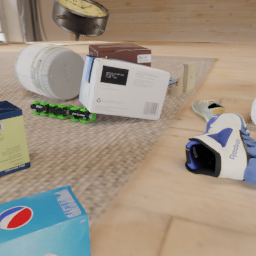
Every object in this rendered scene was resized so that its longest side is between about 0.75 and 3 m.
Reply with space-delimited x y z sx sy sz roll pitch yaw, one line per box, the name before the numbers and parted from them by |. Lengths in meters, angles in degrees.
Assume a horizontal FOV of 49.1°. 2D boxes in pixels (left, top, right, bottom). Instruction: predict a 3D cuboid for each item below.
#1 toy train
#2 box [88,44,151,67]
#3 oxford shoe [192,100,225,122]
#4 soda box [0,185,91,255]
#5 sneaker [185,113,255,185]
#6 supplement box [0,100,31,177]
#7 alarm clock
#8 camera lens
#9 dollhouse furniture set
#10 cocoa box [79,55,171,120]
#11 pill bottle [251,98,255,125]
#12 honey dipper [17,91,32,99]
toy train | -2.488 -0.669 10.726 2.821 0.589 0.795 10 14 24
box | -0.469 -2.591 13.051 2.377 2.353 2.865 -5 22 -13
oxford shoe | 3.124 -0.786 10.819 0.902 0.693 2.400 -5 20 -4
soda box | -2.026 1.796 3.874 2.917 0.990 0.936 -11 24 -26
sneaker | 2.214 0.390 7.207 1.655 1.158 2.866 2 23 -1
supplement box | -3.395 0.329 6.771 1.575 1.573 1.057 -18 28 -38
alarm clock | -1.502 -3.656 8.922 1.704 0.841 2.527 11 42 -15
camera lens | -3.696 -2.700 13.286 3.000 2.399 2.399 19 29 39
dollhouse furniture set | 2.173 -2.735 14.662 2.234 1.458 2.109 16 26 36
cocoa box | -0.206 -1.517 10.392 2.768 1.846 1.816 5 17 -25
pill bottle | 5.161 -0.747 9.808 1.335 1.335 2.412 16 26 35
honey dipper | -5.009 -1.701 13.715 0.291 0.291 1.532 0 18 0
